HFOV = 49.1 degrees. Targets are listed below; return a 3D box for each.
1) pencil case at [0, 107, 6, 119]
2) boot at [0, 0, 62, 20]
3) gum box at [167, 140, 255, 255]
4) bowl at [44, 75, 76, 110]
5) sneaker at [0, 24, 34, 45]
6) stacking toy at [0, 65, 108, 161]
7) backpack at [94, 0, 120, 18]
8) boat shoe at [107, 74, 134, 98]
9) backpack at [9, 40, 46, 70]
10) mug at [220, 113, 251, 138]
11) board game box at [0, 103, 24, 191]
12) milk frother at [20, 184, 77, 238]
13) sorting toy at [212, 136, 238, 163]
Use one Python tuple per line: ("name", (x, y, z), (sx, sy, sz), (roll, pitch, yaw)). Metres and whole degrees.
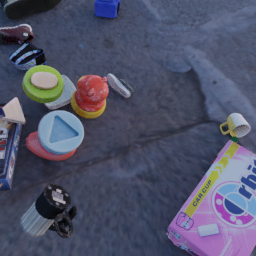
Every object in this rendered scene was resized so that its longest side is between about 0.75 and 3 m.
("pencil case", (-3.510, -0.806, 6.126), (1.342, 1.386, 2.958), (-9, 33, -23))
("boot", (-4.230, -5.572, 11.667), (2.534, 0.915, 1.914), (-31, 58, -21))
("gum box", (2.264, 1.850, 6.429), (1.580, 0.921, 2.785), (33, 67, 22))
("bowl", (-2.219, -1.076, 8.865), (1.093, 0.408, 1.094), (-27, 59, -17))
("sneaker", (-4.208, -3.304, 10.310), (1.530, 0.579, 0.884), (-24, 62, -17))
("stacking toy", (-1.965, -0.708, 7.660), (2.497, 1.165, 2.759), (31, 60, -7))
("backpack", (-0.765, -5.182, 11.347), (0.978, 1.010, 1.204), (12, 53, 0))
("boat shoe", (-0.244, -1.406, 9.158), (0.382, 0.389, 1.078), (-33, 71, -31))
("backpack", (-3.449, -2.358, 9.569), (0.936, 0.690, 1.026), (33, 61, 21))
("mug", (3.100, -0.123, 8.142), (0.711, 0.569, 0.584), (0, 47, -8))
("board game box", (-3.894, 0.412, 7.355), (1.897, 0.484, 2.800), (-3, 44, -9))
("milk frother", (-1.306, 1.536, 4.596), (0.779, 0.812, 0.864), (37, 20, -9))
("sorting toy", (2.805, 0.789, 7.690), (0.569, 0.200, 1.181), (37, 68, 23))
